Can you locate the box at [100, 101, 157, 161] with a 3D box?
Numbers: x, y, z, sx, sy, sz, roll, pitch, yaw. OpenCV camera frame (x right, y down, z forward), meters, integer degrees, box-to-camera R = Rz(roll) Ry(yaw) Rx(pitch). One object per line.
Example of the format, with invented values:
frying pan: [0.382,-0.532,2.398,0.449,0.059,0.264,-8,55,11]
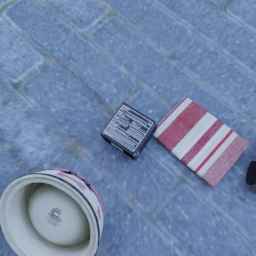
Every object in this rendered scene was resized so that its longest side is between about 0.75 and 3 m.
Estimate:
box: [0.050,0.095,7.817,1.152,0.710,1.142,33,79,15]

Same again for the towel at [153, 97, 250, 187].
towel: [2.025,0.331,8.024,2.302,0.262,1.658,41,77,17]

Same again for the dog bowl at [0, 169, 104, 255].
dog bowl: [-1.655,2.042,6.473,2.465,0.909,2.465,4,104,16]

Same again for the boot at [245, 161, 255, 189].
boot: [4.199,0.673,7.491,1.194,0.921,2.464,29,87,-9]
